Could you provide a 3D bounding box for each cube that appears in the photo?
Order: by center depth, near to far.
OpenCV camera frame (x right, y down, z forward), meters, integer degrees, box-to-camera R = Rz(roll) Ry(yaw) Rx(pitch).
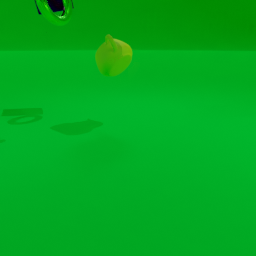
[{"bbox_3d":[-2.135,-3.866,7.834,0.988,0.988,0.988,-12,37,-6],"label":"cube"}]

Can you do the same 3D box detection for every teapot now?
[{"bbox_3d":[-0.422,-1.857,7.338,1.005,0.791,1.616,-37,-15,-12],"label":"teapot"}]

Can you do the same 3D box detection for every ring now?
[{"bbox_3d":[-1.849,-3.212,7.063,0.244,1.221,1.221,-3,13,30],"label":"ring"}]
